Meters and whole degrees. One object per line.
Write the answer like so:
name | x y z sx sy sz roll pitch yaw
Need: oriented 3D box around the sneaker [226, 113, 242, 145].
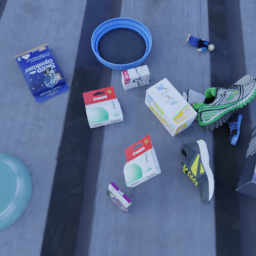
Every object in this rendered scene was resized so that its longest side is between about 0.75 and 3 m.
sneaker | 3.868 0.014 10.420 0.501 0.451 1.287 13 63 13

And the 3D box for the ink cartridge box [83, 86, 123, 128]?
ink cartridge box | -0.998 -0.895 10.829 1.297 0.404 1.612 -14 69 -6

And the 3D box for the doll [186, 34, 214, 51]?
doll | 3.109 -3.614 12.055 1.220 0.296 0.833 22 60 2

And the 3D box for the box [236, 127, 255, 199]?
box | 5.278 1.296 9.248 2.476 1.526 2.456 20 69 9

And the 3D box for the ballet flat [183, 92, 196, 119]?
ballet flat | 2.312 -0.848 10.823 0.403 0.403 1.162 -22 72 -9

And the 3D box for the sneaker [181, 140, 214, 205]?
sneaker | 2.330 1.509 9.610 0.967 0.851 2.285 -5 57 4

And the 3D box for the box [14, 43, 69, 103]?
box | -3.516 -2.271 11.432 1.451 0.388 2.396 -26 70 -11

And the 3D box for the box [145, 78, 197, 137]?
box | 1.548 -0.748 10.400 0.919 1.020 1.813 -33 70 -13

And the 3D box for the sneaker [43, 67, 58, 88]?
sneaker | -2.611 -1.686 9.735 0.433 0.478 1.123 -29 43 8

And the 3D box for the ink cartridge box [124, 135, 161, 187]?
ink cartridge box | 0.345 1.021 9.047 1.160 0.361 1.441 -34 53 26

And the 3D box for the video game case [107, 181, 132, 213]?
video game case | -0.303 2.280 9.179 0.915 0.829 0.164 42 56 20

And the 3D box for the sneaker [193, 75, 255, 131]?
sneaker | 3.642 -1.156 10.319 2.894 1.129 1.233 -37 98 -16

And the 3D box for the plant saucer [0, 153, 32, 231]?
plant saucer | -4.720 2.096 9.447 2.799 0.503 2.799 0 66 0

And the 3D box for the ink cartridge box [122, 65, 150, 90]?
ink cartridge box | 0.304 -1.988 11.085 1.046 0.760 0.436 -15 67 -6

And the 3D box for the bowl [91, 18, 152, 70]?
bowl | -0.260 -3.573 11.930 2.539 0.498 2.539 0 66 0

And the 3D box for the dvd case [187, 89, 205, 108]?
dvd case | 2.740 -0.998 10.774 1.077 0.094 0.768 19 61 -17
